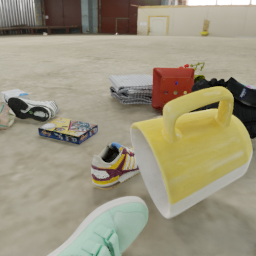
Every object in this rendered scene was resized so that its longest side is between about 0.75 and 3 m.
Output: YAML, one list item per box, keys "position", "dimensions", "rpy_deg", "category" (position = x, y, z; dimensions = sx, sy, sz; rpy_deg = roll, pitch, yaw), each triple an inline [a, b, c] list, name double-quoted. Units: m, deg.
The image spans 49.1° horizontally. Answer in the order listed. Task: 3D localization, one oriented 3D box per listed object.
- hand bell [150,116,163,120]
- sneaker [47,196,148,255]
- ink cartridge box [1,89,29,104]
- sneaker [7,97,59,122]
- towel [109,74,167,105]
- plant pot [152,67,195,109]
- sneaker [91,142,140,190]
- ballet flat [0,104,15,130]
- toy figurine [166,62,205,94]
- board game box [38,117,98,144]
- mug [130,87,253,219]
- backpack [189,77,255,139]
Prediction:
- position: [1.305, 0.878, 7.973]
  dimensions: [1.346, 1.346, 2.586]
  rpy_deg: [-6, 35, -14]
  category: "hand bell"
- position: [-0.337, 2.317, 4.258]
  dimensions: [3.006, 1.106, 1.773]
  rpy_deg: [-31, 31, -34]
  category: "sneaker"
- position: [-5.585, -1.497, 13.856]
  dimensions: [0.917, 0.529, 1.264]
  rpy_deg: [-19, 30, -37]
  category: "ink cartridge box"
- position: [-4.053, -0.861, 12.293]
  dimensions: [2.262, 0.853, 1.301]
  rpy_deg: [16, 18, 17]
  category: "sneaker"
- position: [0.481, -1.885, 14.097]
  dimensions: [2.647, 1.133, 2.192]
  rpy_deg: [-5, 25, -17]
  category: "towel"
- position: [1.998, -1.624, 12.171]
  dimensions: [1.880, 1.882, 1.659]
  rpy_deg: [2, 15, 4]
  category: "plant pot"
- position: [-0.096, 0.808, 7.880]
  dimensions: [0.858, 1.032, 2.291]
  rpy_deg: [16, 28, 32]
  category: "sneaker"
- position: [-4.980, -0.417, 11.456]
  dimensions: [0.633, 0.641, 1.882]
  rpy_deg: [15, 24, -19]
  category: "ballet flat"
- position: [2.637, -2.832, 15.467]
  dimensions: [2.933, 1.547, 1.757]
  rpy_deg: [-22, 30, -28]
  category: "toy figurine"
- position: [-2.224, 0.072, 10.494]
  dimensions: [1.830, 0.317, 1.240]
  rpy_deg: [11, 26, 25]
  category: "board game box"
- position: [1.512, 0.551, 6.096]
  dimensions: [2.245, 2.190, 2.735]
  rpy_deg: [-18, -7, -10]
  category: "mug"
- position: [3.605, -0.609, 9.729]
  dimensions: [2.944, 2.457, 1.863]
  rpy_deg: [-1, 19, -18]
  category: "backpack"
